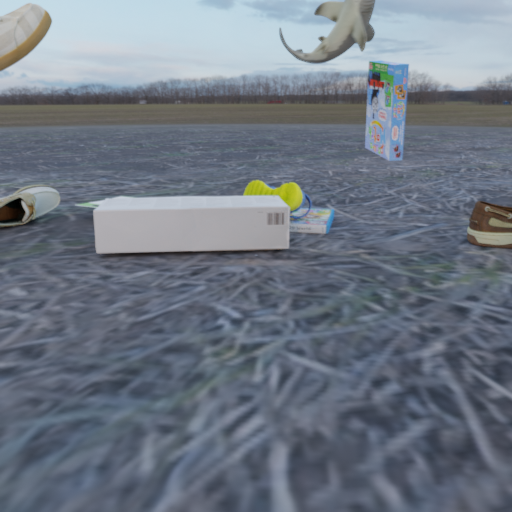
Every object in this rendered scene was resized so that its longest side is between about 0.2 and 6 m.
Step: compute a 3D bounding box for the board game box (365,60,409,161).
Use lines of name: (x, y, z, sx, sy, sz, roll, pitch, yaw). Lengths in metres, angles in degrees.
board game box: (2.813, -3.185, 12.191, 0.358, 1.954, 1.478, -6, 22, -8)

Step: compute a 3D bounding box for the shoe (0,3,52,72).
shoe: (-2.177, -1.573, 4.218, 0.557, 0.425, 1.593, 10, 49, 31)

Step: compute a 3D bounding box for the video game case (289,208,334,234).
video game case: (0.399, -0.747, 11.099, 2.175, 0.194, 1.556, 3, 17, 11)

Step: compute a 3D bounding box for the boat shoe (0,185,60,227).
boat shoe: (-4.580, -0.899, 10.904, 0.638, 0.697, 1.864, 18, 31, 35)

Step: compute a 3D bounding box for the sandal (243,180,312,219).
sandal: (0.395, -1.020, 10.742, 0.761, 0.694, 1.747, 20, -2, -41)

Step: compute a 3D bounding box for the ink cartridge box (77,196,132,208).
ink cartridge box: (-2.848, -0.963, 11.570, 1.034, 0.341, 1.422, 8, 18, 27)

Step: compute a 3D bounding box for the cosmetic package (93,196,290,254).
cosmetic package: (-1.032, -0.537, 9.321, 3.040, 0.770, 1.255, -1, 16, -5)

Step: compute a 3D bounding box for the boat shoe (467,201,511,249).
boat shoe: (4.740, -0.551, 9.219, 2.320, 0.858, 0.857, 3, 16, 10)

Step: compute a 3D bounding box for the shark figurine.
shark figurine: (0.959, -2.459, 6.304, 0.662, 0.948, 1.587, -9, -12, -36)
